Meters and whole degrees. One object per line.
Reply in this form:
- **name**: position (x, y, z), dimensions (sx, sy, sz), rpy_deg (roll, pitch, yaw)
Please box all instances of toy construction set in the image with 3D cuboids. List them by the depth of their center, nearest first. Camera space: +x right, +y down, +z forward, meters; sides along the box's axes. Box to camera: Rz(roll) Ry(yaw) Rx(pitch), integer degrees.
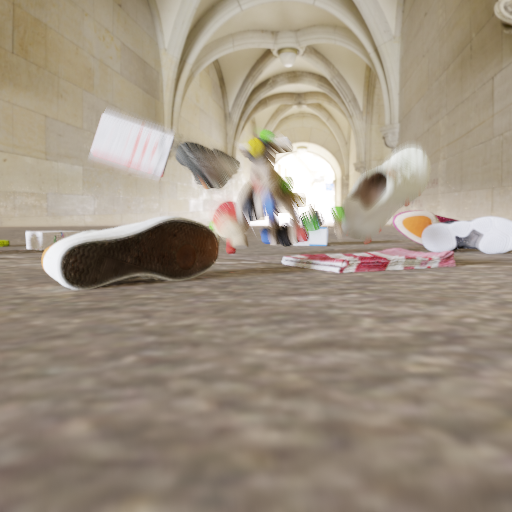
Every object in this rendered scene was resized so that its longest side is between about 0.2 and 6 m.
- **toy construction set**: position (0.101, -1.189, 10.441), dimensions (1.987, 1.831, 2.383), rpy_deg (14, -23, -38)

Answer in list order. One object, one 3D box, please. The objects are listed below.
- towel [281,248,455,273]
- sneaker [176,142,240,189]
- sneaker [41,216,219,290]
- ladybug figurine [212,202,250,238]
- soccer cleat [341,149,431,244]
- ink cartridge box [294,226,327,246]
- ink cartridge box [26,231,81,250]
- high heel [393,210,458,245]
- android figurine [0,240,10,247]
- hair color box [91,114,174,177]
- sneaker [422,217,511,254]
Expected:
- **towel**: position (1.794, 0.044, 9.028), dimensions (2.292, 0.261, 1.651), rpy_deg (-2, 4, -28)
- **sneaker**: position (-0.901, -1.587, 10.279), dimensions (0.699, 0.750, 1.893), rpy_deg (32, 12, 18)
- **sneaker**: position (-1.511, -0.090, 6.855), dimensions (2.208, 0.804, 0.935), rpy_deg (-5, 9, -40)
- **ladybug figurine**: position (-0.466, -0.685, 10.018), dimensions (0.677, 0.359, 0.997), rpy_deg (-14, 33, -5)
- **soccer cleat**: position (2.965, -1.598, 12.421), dimensions (1.130, 1.265, 3.261), rpy_deg (24, 54, 31)
- **ink cartridge box**: position (1.503, -0.571, 15.700), dimensions (0.918, 0.539, 1.254), rpy_deg (1, 3, 4)
- **ink cartridge box**: position (-4.954, -0.385, 13.702), dimensions (0.769, 0.446, 1.062), rpy_deg (3, 5, 41)
- **high heel**: position (4.940, -0.875, 16.150), dimensions (2.821, 0.950, 1.353), rpy_deg (4, 13, -19)
- **android figurine**: position (-7.101, -0.333, 14.710), dimensions (1.075, 0.221, 0.978), rpy_deg (-1, 4, -38)
- **hair color box**: position (-2.769, -2.467, 12.632), dimensions (1.636, 0.907, 0.523), rpy_deg (18, -3, -6)
- **sneaker**: position (4.816, -0.484, 12.496), dimensions (2.103, 0.794, 1.197), rpy_deg (-1, 6, 20)
